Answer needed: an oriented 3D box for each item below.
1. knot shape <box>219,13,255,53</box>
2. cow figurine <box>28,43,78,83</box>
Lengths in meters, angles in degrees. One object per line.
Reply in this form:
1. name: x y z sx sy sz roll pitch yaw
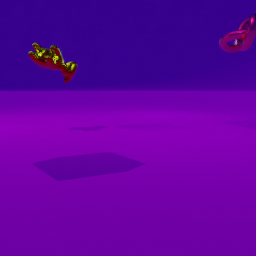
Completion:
1. knot shape: 3.161 -2.522 7.659 1.444 0.667 1.351 -40 5 -40
2. cow figurine: -2.235 -1.977 8.590 1.316 0.722 1.295 13 -19 14
